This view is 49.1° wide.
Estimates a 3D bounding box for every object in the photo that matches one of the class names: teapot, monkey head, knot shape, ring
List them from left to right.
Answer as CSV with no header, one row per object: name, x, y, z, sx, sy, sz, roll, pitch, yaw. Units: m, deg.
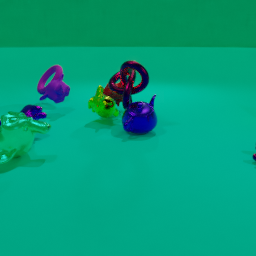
monkey head,-2.288,0.201,6.088,1.143,0.958,1.589,11,17,-2
ring,-3.079,-1.898,11.009,0.273,1.367,1.367,38,-10,-39
monkey head,-2.447,-1.327,9.486,0.750,1.245,0.896,35,-13,11
monkey head,-0.729,-0.816,8.666,0.810,0.967,1.344,11,-14,24
knot shape,0.048,-1.343,8.137,0.674,1.364,1.458,3,56,-34
teapot,0.353,-0.375,7.719,0.999,0.787,1.607,23,44,26

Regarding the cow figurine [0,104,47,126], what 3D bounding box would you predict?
cow figurine,-2.804,-0.189,7.249,1.095,0.611,1.113,14,61,24

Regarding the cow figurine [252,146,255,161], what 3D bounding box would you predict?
cow figurine,3.283,0.411,5.888,1.093,0.610,1.110,16,42,23

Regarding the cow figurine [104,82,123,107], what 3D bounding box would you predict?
cow figurine,-0.451,-1.187,9.782,1.134,0.622,1.115,-10,-19,-39
